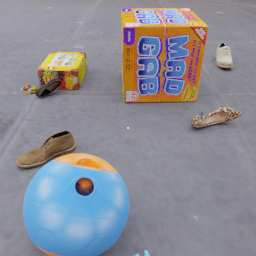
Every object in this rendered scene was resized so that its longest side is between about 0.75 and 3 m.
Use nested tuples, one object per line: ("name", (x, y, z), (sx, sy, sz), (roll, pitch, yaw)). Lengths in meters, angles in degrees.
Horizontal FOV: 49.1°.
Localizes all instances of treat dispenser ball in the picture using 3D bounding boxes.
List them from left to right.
("treat dispenser ball", (-0.942, 1.446, 5.250), (1.931, 1.931, 1.931), (0, 35, 0))

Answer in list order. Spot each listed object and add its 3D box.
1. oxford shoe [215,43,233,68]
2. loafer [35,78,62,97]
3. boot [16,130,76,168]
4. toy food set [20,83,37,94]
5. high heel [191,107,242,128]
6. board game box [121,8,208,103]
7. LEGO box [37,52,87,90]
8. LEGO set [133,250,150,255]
("oxford shoe", (4.564, -3.466, 13.379), (0.734, 0.765, 2.073), (1, 35, 1))
("loafer", (-2.985, -1.491, 10.726), (1.122, 0.410, 0.400), (-37, 48, -10))
("boot", (-2.268, 0.544, 7.693), (1.677, 0.633, 0.617), (-23, 43, -28))
("toy food set", (-3.936, -1.601, 11.129), (0.765, 0.250, 0.450), (18, 39, 24))
("high heel", (2.783, -0.247, 8.856), (1.468, 0.524, 1.046), (-1, 24, 28))
("board game box", (1.133, -2.843, 10.700), (2.755, 2.756, 2.754), (-2, 35, -2))
("LEGO box", (-2.710, -2.475, 11.880), (1.594, 0.826, 2.140), (1, 35, 2))
("LEGO set", (0.042, 2.605, 4.793), (1.365, 0.521, 0.560), (-15, 37, -18))
